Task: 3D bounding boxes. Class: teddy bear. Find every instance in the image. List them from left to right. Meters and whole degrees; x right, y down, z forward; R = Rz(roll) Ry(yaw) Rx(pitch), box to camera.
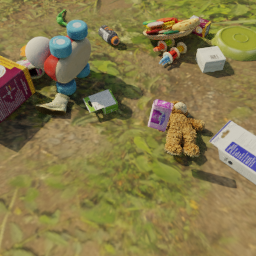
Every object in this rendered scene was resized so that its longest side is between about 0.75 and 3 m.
[{"bbox_3d":[1.951,-0.050,10.445,1.882,0.867,2.596,14,54,8],"label":"teddy bear"}]

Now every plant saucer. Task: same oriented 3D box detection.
[{"bbox_3d":[5.615,-4.387,14.099,2.713,0.422,2.713,0,51,0],"label":"plant saucer"}]

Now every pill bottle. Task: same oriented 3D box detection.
[{"bbox_3d":[-0.928,-4.661,14.170,0.640,0.640,1.205,-31,58,-22],"label":"pill bottle"}]

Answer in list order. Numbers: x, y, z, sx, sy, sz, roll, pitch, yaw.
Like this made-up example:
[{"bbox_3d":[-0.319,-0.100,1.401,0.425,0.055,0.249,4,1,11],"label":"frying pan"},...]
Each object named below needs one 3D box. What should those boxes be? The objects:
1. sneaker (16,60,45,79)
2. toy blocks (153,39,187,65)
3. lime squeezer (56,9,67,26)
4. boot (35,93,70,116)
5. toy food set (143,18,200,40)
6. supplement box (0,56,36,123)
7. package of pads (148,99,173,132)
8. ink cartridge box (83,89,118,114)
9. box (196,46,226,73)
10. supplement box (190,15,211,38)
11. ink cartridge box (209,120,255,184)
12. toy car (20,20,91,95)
[{"bbox_3d":[-4.025,-2.791,12.611,2.277,0.926,1.004,-41,63,-17],"label":"sneaker"},{"bbox_3d":[1.804,-3.671,13.428,1.349,0.588,1.618,38,61,25],"label":"toy blocks"},{"bbox_3d":[-3.577,-6.045,15.408,0.765,0.409,2.167,-16,53,-12],"label":"lime squeezer"},{"bbox_3d":[-3.068,-1.011,11.454,1.214,0.438,0.939,8,53,-1],"label":"boot"},{"bbox_3d":[2.008,-4.981,13.871,2.643,0.649,2.670,-16,31,-9],"label":"toy food set"},{"bbox_3d":[-5.433,-1.407,11.110,1.849,1.457,2.824,24,56,18],"label":"supplement box"},{"bbox_3d":[0.985,-0.380,8.614,0.589,0.978,0.370,16,42,6],"label":"package of pads"},{"bbox_3d":[-1.116,-0.989,11.429,1.195,0.453,0.883,-21,55,-14],"label":"ink cartridge box"},{"bbox_3d":[3.817,-3.183,13.000,1.010,0.664,1.015,-9,53,-7],"label":"box"},{"bbox_3d":[3.694,-5.306,14.628,1.075,0.704,0.555,30,58,23],"label":"supplement box"},{"bbox_3d":[4.377,1.042,9.777,1.461,0.576,2.937,-38,62,-25],"label":"ink cartridge box"},{"bbox_3d":[-3.172,-3.194,11.729,2.697,2.486,2.385,22,55,11],"label":"toy car"}]
